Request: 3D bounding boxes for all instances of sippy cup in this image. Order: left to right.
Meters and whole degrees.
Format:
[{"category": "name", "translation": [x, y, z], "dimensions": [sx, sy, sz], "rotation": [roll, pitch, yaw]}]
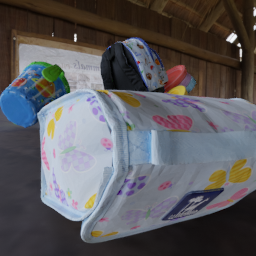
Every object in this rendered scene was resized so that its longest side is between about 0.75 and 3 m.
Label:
[{"category": "sippy cup", "translation": [-3.276, -1.051, 9.660], "dimensions": [2.009, 2.559, 1.875], "rotation": [16, 38, 11]}]

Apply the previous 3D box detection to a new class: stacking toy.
[{"category": "stacking toy", "translation": [1.512, -0.960, 10.876], "dimensions": [2.548, 1.189, 2.815], "rotation": [-29, 28, 33]}]

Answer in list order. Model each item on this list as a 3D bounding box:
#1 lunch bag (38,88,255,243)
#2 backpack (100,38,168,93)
[{"category": "lunch bag", "translation": [0.133, 0.199, 1.956], "dimensions": [1.264, 0.948, 1.491], "rotation": [-1, -5, -31]}, {"category": "backpack", "translation": [0.189, -2.110, 10.431], "dimensions": [2.481, 2.363, 1.911], "rotation": [-11, 21, 50]}]
